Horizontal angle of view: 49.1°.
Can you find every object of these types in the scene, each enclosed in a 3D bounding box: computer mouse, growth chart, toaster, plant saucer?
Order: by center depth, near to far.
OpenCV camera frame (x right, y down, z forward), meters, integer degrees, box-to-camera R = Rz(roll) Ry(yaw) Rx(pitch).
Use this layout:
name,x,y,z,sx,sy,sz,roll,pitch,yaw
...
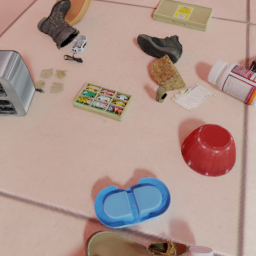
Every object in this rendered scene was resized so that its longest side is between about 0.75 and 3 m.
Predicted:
name,x,y,z,sx,sy,sz,roll,pitch,yaw
toaster,-4.557,-1.567,9.948,2.405,2.175,1.427,2,56,2
growth chart,2.539,-1.236,10.934,1.517,0.135,1.098,-33,59,-23
computer mouse,-2.217,-3.515,12.532,0.904,0.362,1.648,8,56,14
plant saucer,-2.581,-6.249,13.566,0.507,2.710,2.710,9,39,-46

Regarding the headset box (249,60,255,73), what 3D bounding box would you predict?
name,x,y,z,sx,sy,sz,roll,pitch,yaw
headset box,6.018,-2.109,11.236,1.358,0.705,1.825,-22,57,-16

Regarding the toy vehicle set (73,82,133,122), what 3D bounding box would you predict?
name,x,y,z,sx,sy,sz,roll,pitch,yaw
toy vehicle set,-0.940,-1.031,10.695,1.986,0.263,1.234,17,55,13

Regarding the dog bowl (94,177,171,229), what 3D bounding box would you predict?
name,x,y,z,sx,sy,sz,roll,pitch,yaw
dog bowl,0.139,2.198,8.065,2.185,0.542,1.218,-13,54,-9

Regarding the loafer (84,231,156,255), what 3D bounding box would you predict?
name,x,y,z,sx,sy,sz,roll,pitch,yaw
loafer,0.244,3.392,6.853,2.990,1.008,1.137,23,56,17

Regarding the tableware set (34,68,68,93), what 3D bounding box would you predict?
name,x,y,z,sx,sy,sz,roll,pitch,yaw
tableware set,-3.127,-1.961,11.442,1.215,0.169,1.454,4,53,5

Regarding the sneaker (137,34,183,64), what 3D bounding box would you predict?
name,x,y,z,sx,sy,sz,roll,pitch,yaw
sneaker,1.481,-3.704,12.417,2.118,0.810,1.213,27,56,16

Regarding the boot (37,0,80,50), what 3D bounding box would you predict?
name,x,y,z,sx,sy,sz,roll,pitch,yaw
boot,-2.979,-4.870,13.205,2.001,0.796,2.299,37,83,24

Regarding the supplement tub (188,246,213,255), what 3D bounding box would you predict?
name,x,y,z,sx,sy,sz,roll,pitch,yaw
supplement tub,1.769,3.391,6.745,0.659,0.659,0.906,0,85,0

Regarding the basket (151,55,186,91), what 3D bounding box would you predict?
name,x,y,z,sx,sy,sz,roll,pitch,yaw
basket,1.604,-2.085,11.405,0.940,0.981,1.317,-32,53,17

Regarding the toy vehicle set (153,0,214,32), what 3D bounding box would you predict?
name,x,y,z,sx,sy,sz,roll,pitch,yaw
toy vehicle set,2.821,-5.800,14.256,2.725,0.361,1.693,19,55,14

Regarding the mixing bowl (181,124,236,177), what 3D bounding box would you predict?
name,x,y,z,sx,sy,sz,roll,pitch,yaw
mixing bowl,2.697,0.540,9.056,1.829,0.991,1.829,-1,52,1

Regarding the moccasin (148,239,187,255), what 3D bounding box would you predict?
name,x,y,z,sx,sy,sz,roll,pitch,yaw
moccasin,1.052,3.167,7.416,1.017,0.393,0.372,6,53,4

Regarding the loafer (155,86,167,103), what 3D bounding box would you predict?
name,x,y,z,sx,sy,sz,roll,pitch,yaw
loafer,1.221,-1.146,10.166,0.336,0.997,0.379,42,83,21

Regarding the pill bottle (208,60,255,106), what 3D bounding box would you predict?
name,x,y,z,sx,sy,sz,roll,pitch,yaw
pill bottle,4.191,-1.768,10.719,2.044,1.120,1.120,33,60,23
